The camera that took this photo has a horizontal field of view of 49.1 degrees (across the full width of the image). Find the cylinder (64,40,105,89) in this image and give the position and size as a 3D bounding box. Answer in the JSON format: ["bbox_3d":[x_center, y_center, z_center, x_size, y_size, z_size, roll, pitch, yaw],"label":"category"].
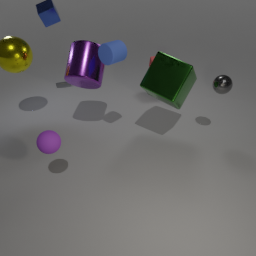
[{"bbox_3d":[-1.583,-2.345,10.553,1.400,1.400,1.400,9,-9,1],"label":"cylinder"}]

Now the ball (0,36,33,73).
[{"bbox_3d":[-4.439,-2.843,10.907,1.400,1.400,1.400,0,32,0],"label":"ball"}]

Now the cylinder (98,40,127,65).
[{"bbox_3d":[-0.503,-2.485,9.222,0.700,0.700,0.700,24,38,33],"label":"cylinder"}]

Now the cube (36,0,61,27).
[{"bbox_3d":[-3.301,-4.764,11.602,0.700,0.700,0.700,-23,58,2],"label":"cube"}]

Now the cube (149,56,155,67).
[{"bbox_3d":[1.437,-2.938,13.270,0.700,0.700,0.700,-10,68,-6],"label":"cube"}]

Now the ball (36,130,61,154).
[{"bbox_3d":[-2.318,0.413,8.210,0.700,0.700,0.700,0,32,0],"label":"ball"}]

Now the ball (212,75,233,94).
[{"bbox_3d":[3.430,-1.577,10.162,0.700,0.700,0.700,0,32,0],"label":"ball"}]

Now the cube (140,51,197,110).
[{"bbox_3d":[1.506,-1.695,10.223,1.400,1.400,1.400,30,3,21],"label":"cube"}]
